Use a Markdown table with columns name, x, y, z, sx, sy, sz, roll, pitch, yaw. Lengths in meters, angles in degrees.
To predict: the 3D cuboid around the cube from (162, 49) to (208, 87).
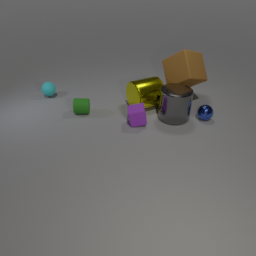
| name | x | y | z | sx | sy | sz | roll | pitch | yaw |
| --- | --- | --- | --- | --- | --- | --- | --- | --- | --- |
| cube | 2.689 | -2.736 | 13.295 | 1.400 | 1.400 | 1.400 | -4 | -8 | -42 |

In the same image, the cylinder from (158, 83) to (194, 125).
| name | x | y | z | sx | sy | sz | roll | pitch | yaw |
| --- | --- | --- | --- | --- | --- | --- | --- | --- | --- |
| cylinder | 2.070 | -1.062 | 12.289 | 1.400 | 1.400 | 1.400 | 1 | 33 | -1 |

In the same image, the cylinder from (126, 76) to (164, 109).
| name | x | y | z | sx | sy | sz | roll | pitch | yaw |
| --- | --- | --- | --- | --- | --- | --- | --- | --- | --- |
| cylinder | 0.821 | -1.631 | 13.212 | 1.400 | 1.400 | 1.400 | -16 | 35 | -24 |

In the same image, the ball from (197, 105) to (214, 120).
| name | x | y | z | sx | sy | sz | roll | pitch | yaw |
| --- | --- | --- | --- | --- | --- | --- | --- | --- | --- |
| ball | 3.426 | -0.689 | 12.408 | 0.700 | 0.700 | 0.700 | 0 | 32 | 0 |

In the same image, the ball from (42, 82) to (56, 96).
| name | x | y | z | sx | sy | sz | roll | pitch | yaw |
| --- | --- | --- | --- | --- | --- | --- | --- | --- | --- |
| ball | -4.038 | -1.992 | 14.267 | 0.700 | 0.700 | 0.700 | 0 | 32 | 0 |

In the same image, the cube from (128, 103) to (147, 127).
| name | x | y | z | sx | sy | sz | roll | pitch | yaw |
| --- | --- | --- | --- | --- | --- | --- | --- | --- | --- |
| cube | 0.396 | -0.558 | 11.984 | 0.700 | 0.700 | 0.700 | -10 | 35 | 7 |

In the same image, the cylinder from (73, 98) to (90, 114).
| name | x | y | z | sx | sy | sz | roll | pitch | yaw |
| --- | --- | --- | --- | --- | --- | --- | --- | --- | --- |
| cylinder | -2.127 | -1.012 | 12.855 | 0.700 | 0.700 | 0.700 | 0 | 32 | -3 |
